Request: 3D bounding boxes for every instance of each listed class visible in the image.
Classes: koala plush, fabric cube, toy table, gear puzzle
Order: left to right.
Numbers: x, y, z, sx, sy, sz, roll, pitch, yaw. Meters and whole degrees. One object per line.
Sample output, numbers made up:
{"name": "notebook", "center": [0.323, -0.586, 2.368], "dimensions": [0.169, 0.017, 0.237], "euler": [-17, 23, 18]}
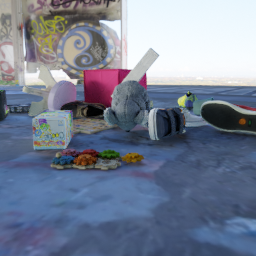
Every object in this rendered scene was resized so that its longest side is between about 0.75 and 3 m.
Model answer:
{"name": "toy table", "center": [-3.603, -1.540, 13.071], "dimensions": [1.547, 2.429, 2.642], "euler": [17, -5, 6]}
{"name": "gear puzzle", "center": [-0.663, 0.656, 6.461], "dimensions": [2.076, 0.272, 1.075], "euler": [1, 11, 3]}
{"name": "fabric cube", "center": [-0.609, -1.828, 13.963], "dimensions": [2.280, 2.236, 2.272], "euler": [9, 14, 35]}
{"name": "koala plush", "center": [-0.014, -0.597, 9.720], "dimensions": [1.728, 1.791, 1.949], "euler": [5, 26, 7]}

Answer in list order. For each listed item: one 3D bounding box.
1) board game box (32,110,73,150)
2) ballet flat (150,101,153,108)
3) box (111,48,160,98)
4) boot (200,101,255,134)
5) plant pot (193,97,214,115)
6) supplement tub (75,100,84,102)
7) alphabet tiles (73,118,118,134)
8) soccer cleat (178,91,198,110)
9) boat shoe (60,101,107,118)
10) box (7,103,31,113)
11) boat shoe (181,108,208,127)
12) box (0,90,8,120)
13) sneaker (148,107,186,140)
{"name": "board game box", "center": [-2.158, 0.002, 8.257], "dimensions": [0.876, 0.860, 1.670], "euler": [-1, 11, -4]}
{"name": "ballet flat", "center": [0.674, -1.420, 16.368], "dimensions": [1.595, 0.497, 0.538], "euler": [-1, 11, -4]}
{"name": "box", "center": [0.295, -2.161, 11.712], "dimensions": [0.543, 2.623, 0.507], "euler": [39, 21, -2]}
{"name": "boot", "center": [4.202, -0.448, 10.401], "dimensions": [2.750, 0.996, 1.984], "euler": [16, 17, 28]}
{"name": "plant pot", "center": [3.663, -1.010, 13.551], "dimensions": [0.894, 0.913, 0.913], "euler": [-3, 8, 29]}
{"name": "supplement tub", "center": [-2.787, -1.149, 14.700], "dimensions": [1.158, 0.619, 0.619], "euler": [3, 12, 13]}
{"name": "alphabet tiles", "center": [-1.718, -0.093, 10.711], "dimensions": [2.204, 0.100, 2.637], "euler": [8, 13, 32]}
{"name": "soccer cleat", "center": [3.485, -1.652, 16.171], "dimensions": [0.790, 1.022, 2.443], "euler": [-1, 11, -5]}
{"name": "boat shoe", "center": [-1.980, -0.830, 12.590], "dimensions": [2.106, 0.784, 0.772], "euler": [-3, 7, -10]}
{"name": "box", "center": [-5.836, -1.075, 15.090], "dimensions": [1.458, 0.317, 1.168], "euler": [-9, 14, -37]}
{"name": "boat shoe", "center": [2.128, -0.449, 10.999], "dimensions": [2.019, 0.674, 0.742], "euler": [0, 11, 1]}
{"name": "box", "center": [-6.474, -1.003, 12.276], "dimensions": [2.053, 1.276, 1.525], "euler": [-4, 12, -17]}
{"name": "sneaker", "center": [1.322, -0.211, 9.031], "dimensions": [0.985, 0.973, 2.481], "euler": [-2, 8, 18]}
